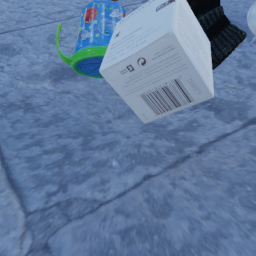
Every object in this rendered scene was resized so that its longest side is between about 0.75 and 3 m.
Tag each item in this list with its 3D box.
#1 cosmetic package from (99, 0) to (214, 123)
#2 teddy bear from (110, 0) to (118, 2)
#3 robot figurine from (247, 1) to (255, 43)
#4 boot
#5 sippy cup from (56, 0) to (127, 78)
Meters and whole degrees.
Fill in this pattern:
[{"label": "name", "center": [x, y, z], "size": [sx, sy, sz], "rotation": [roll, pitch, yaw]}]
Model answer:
[{"label": "cosmetic package", "center": [0.565, -1.254, 4.858], "size": [1.355, 1.356, 1.643], "rotation": [-22, 39, 30]}, {"label": "teddy bear", "center": [-0.382, -4.199, 7.148], "size": [0.614, 1.334, 1.840], "rotation": [-12, 79, -22]}, {"label": "robot figurine", "center": [2.953, -2.343, 5.327], "size": [0.917, 1.378, 1.624], "rotation": [41, 95, 20]}, {"label": "boot", "center": [2.090, -2.638, 6.332], "size": [1.690, 2.260, 0.850], "rotation": [44, 23, 16]}, {"label": "sippy cup", "center": [-0.604, -2.281, 7.208], "size": [1.703, 1.589, 2.168], "rotation": [-8, -11, 41]}]
